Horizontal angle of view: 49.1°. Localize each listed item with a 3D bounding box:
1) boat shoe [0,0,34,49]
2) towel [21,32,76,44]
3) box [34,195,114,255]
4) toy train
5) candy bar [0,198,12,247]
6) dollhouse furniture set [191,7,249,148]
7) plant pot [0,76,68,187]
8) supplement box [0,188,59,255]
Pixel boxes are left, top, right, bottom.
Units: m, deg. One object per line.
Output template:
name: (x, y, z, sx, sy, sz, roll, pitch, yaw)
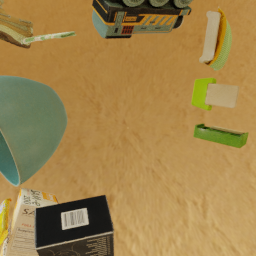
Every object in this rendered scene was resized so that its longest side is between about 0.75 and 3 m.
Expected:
boat shoe: (-3.101, -2.571, 6.318, 0.809, 2.256, 0.859, 21, 95, 26)
towel: (-1.909, -2.182, 6.764, 1.109, 0.846, 0.130, 0, 113, 18)
box: (-0.751, 1.596, 4.119, 1.034, 1.017, 0.641, -8, 44, -11)
toy train: (0.441, -3.178, 7.160, 2.959, 1.686, 1.261, -14, 57, -32)
candy bar: (-2.319, 1.717, 5.171, 0.173, 1.557, 0.388, 37, 85, -22)
dollhouse furniture set: (2.168, -1.039, 5.995, 1.067, 1.382, 2.765, 12, 100, 30)
plant pot: (-2.336, -0.168, 6.242, 1.617, 2.401, 2.401, -32, 74, -34)
supplement box: (-1.995, 2.377, 5.361, 0.787, 1.350, 2.142, 18, 84, -20)
